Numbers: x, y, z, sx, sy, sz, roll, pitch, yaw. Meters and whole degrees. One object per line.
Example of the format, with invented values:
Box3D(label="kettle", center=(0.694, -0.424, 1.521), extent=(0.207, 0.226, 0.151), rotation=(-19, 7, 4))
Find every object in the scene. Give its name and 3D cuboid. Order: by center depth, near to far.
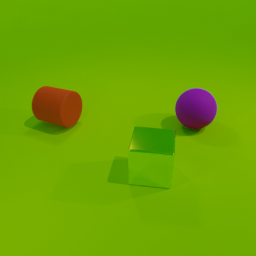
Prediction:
Box3D(label="cube", center=(0.585, 0.692, 6.808), extent=(1.041, 1.041, 1.041), rotation=(5, 33, 7))
Box3D(label="ball", center=(2.090, -0.595, 8.639), extent=(1.264, 1.264, 1.264), rotation=(0, 32, 0))
Box3D(label="cylinder", center=(-2.205, -0.683, 8.799), extent=(1.136, 1.136, 1.136), rotation=(13, 35, 23))
